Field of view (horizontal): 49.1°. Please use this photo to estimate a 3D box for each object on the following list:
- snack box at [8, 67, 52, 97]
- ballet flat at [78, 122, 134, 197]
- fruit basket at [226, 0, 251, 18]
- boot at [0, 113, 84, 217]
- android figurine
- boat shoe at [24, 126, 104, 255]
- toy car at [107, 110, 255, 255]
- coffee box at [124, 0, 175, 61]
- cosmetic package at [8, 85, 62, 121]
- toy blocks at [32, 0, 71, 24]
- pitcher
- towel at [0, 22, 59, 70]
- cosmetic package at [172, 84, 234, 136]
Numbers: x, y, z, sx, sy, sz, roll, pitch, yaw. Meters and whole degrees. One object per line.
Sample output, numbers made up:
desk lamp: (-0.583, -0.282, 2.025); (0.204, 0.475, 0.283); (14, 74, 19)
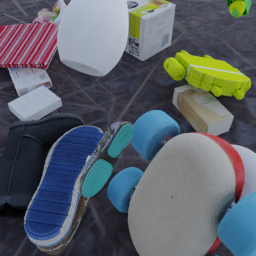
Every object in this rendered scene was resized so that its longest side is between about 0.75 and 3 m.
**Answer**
snack box: (-3.538, -2.158, 9.508); (1.055, 0.357, 2.936); (-21, 50, -18)
ballet flat: (-0.291, 0.344, 3.313); (0.359, 0.359, 0.999); (28, 78, 24)
fruit basket: (3.341, -3.810, 8.637); (1.030, 1.030, 0.743); (-32, 40, -27)
boot: (-2.021, 0.788, 6.398); (1.979, 0.788, 2.401); (-10, 42, 5)
android figurine: (2.427, -1.606, 8.338); (2.588, 0.584, 2.843); (6, 31, -15)
boat shoe: (-1.238, 1.155, 5.894); (1.057, 1.059, 2.926); (10, 44, 11)
toy car: (1.652, 1.280, 5.404); (2.938, 2.599, 2.708); (-1, 33, -40)
coffee box: (0.555, -3.682, 10.109); (1.567, 1.569, 1.552); (-35, 56, -28)
cosmetic package: (-2.690, -0.677, 8.145); (0.912, 0.312, 1.209); (35, 55, 30)
toy blocks: (-2.575, -3.839, 10.035); (1.796, 1.922, 1.618); (4, 51, 4)
pitcher: (-0.959, -2.628, 6.392); (2.160, 1.526, 2.517); (17, 88, 2)
towel: (-3.576, -2.766, 9.418); (2.957, 0.333, 2.139); (4, 58, 19)
cosmetic package: (2.038, -0.525, 7.810); (0.871, 0.589, 1.657); (-19, 50, -17)
